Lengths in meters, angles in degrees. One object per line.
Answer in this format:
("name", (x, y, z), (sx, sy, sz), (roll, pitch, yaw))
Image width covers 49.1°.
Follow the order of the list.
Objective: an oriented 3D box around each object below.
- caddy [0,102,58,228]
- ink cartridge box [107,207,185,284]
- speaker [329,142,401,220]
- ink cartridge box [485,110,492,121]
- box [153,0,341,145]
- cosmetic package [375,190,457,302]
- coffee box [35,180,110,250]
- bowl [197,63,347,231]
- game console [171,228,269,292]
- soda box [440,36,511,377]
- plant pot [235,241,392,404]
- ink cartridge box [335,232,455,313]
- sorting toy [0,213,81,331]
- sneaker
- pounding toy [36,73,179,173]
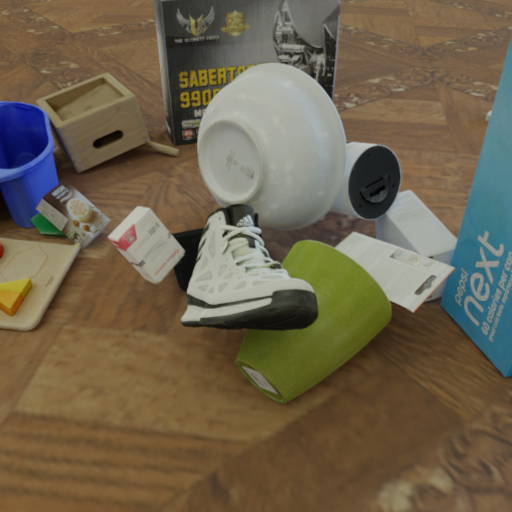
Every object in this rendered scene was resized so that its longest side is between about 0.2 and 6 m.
("caddy", (-4.937, -1.826, 10.301), (2.384, 1.770, 3.372), (-13, 39, -17))
("ink cartridge box", (-1.448, -0.142, 7.472), (0.363, 0.856, 0.624), (14, 57, 50))
("speaker", (1.010, -1.403, 9.508), (1.178, 1.178, 2.901), (-24, 26, -28))
("ink cartridge box", (6.074, -3.371, 13.615), (0.775, 0.194, 0.623), (25, 44, 31))
("box", (-0.151, -4.290, 12.414), (3.917, 3.102, 0.947), (-11, 39, -15))
("cosmetic package", (2.496, -0.185, 8.777), (0.679, 0.945, 1.674), (-18, 41, -7))
("coffee box", (-3.097, -0.699, 9.491), (1.034, 0.412, 0.591), (43, 41, -10))
("bowl", (-0.042, -1.478, 8.315), (2.573, 2.573, 1.156), (28, 34, 31))
("game console", (-0.727, -0.035, 9.218), (1.554, 0.904, 1.366), (-13, 69, -21))
("soda box", (3.622, -0.774, 6.570), (1.474, 4.593, 1.558), (-12, 39, -13))
("plant pot", (0.571, 0.950, 7.019), (1.574, 1.574, 1.682), (28, 64, 32))
("ink cartridge box", (1.689, 0.303, 7.531), (0.937, 0.433, 1.720), (-40, 39, -23))
("sorting toy", (-3.993, 0.005, 9.008), (2.134, 0.425, 2.887), (3, 38, 4))
("sneaker", (-0.193, 0.061, 6.376), (1.008, 1.537, 2.671), (7, -9, -25))
("pounding toy", (-3.151, -2.734, 11.993), (2.148, 1.527, 1.978), (-28, 44, -17))
